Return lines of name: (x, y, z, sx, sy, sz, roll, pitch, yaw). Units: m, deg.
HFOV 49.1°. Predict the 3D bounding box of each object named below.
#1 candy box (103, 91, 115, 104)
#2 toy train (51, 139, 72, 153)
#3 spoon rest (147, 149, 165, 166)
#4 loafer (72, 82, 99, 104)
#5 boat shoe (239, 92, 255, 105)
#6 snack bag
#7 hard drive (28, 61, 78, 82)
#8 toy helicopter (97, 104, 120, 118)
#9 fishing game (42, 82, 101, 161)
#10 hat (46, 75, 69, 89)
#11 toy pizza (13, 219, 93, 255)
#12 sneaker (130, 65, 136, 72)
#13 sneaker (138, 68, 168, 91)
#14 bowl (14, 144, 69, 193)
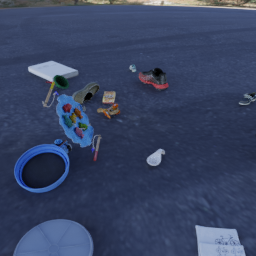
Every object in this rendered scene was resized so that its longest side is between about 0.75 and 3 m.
candy box: (-0.939, -1.531, 14.006, 0.547, 0.262, 0.948, 2, 30, 1)
toy train: (-2.460, 0.849, 9.773, 0.670, 0.508, 1.172, 21, 37, 19)
spoon rest: (1.000, 0.995, 9.708, 0.471, 0.287, 0.948, 17, 34, 26)
loafer: (-1.969, -1.668, 13.959, 0.663, 0.716, 1.903, 27, 43, 18)
boat shoe: (5.914, -1.460, 13.760, 1.270, 0.393, 0.475, -20, 36, -30)
snack bag: (2.226, 2.834, 6.744, 1.085, 0.123, 1.151, 3, 30, 6)
hard drive: (-4.627, -3.510, 17.271, 2.743, 0.366, 1.810, 26, 39, 37)
toy helicopter: (-0.944, -0.749, 12.679, 1.090, 0.430, 0.721, 4, 38, 28)
fishing game: (-1.720, -0.301, 9.640, 0.439, 2.825, 2.023, -26, 29, 18)
hat: (-3.903, -2.317, 15.483, 0.911, 0.968, 1.099, 13, 47, -39)
toy pizza: (-1.709, 2.887, 6.497, 1.800, 0.285, 1.800, 1, 30, -1)
sneaker: (0.340, -3.900, 17.917, 0.340, 0.379, 0.877, -8, 32, -14)
sneaker: (1.386, -2.900, 15.540, 0.790, 1.092, 2.236, -22, 35, -28)
bowl: (-2.664, 1.261, 8.775, 1.668, 0.327, 1.668, -1, 49, 1)
